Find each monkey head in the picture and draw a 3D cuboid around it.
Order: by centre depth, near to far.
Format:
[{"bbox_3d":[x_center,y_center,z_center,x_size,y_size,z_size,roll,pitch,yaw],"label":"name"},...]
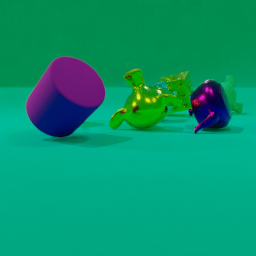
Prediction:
[{"bbox_3d":[0.325,-0.659,6.694,1.822,1.311,1.098,-18,34,18],"label":"monkey head"},{"bbox_3d":[0.742,-0.808,8.389,1.674,1.009,1.205,-26,16,-26],"label":"monkey head"},{"bbox_3d":[3.778,-1.097,10.482,1.251,1.047,1.738,18,58,11],"label":"monkey head"}]

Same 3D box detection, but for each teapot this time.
[{"bbox_3d":[1.932,-0.488,6.810,0.949,1.206,1.939,-19,26,27],"label":"teapot"}]

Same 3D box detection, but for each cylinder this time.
[{"bbox_3d":[-1.246,-0.591,5.579,1.186,1.186,1.186,-9,-22,-46],"label":"cylinder"}]

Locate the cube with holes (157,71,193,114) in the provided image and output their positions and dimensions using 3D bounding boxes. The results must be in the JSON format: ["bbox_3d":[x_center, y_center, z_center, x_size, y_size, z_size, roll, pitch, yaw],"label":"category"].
[{"bbox_3d":[1.637,-1.223,9.751,1.079,1.079,1.079,-10,19,23],"label":"cube with holes"}]
